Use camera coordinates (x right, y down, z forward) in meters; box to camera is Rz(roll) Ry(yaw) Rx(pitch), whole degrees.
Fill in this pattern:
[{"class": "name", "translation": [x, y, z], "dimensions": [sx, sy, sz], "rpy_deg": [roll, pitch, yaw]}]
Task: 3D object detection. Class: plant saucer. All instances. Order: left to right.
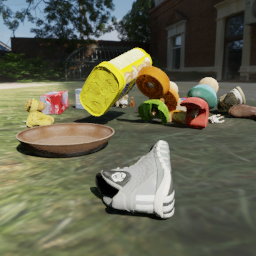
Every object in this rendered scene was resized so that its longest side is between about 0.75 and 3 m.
[{"class": "plant saucer", "translation": [-1.718, 0.327, 7.902], "dimensions": [2.675, 0.489, 2.675], "rpy_deg": [0, 13, 0]}]

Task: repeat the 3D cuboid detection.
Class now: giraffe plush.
[{"class": "giraffe plush", "translation": [-3.604, -0.628, 11.016], "dimensions": [1.298, 1.052, 1.120], "rpy_deg": [-9, 15, -37]}]

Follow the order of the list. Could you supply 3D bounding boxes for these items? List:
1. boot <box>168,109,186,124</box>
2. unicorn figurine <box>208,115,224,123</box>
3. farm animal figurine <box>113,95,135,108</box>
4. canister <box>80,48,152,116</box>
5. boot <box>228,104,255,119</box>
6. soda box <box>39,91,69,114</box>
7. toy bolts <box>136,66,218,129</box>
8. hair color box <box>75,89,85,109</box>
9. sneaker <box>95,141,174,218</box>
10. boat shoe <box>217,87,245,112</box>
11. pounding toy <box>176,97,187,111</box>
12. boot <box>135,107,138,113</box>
[{"class": "boot", "translation": [2.315, -0.546, 11.747], "dimensions": [1.565, 0.551, 1.121], "rpy_deg": [-1, 16, 25]}, {"class": "unicorn figurine", "translation": [3.630, -0.361, 11.650], "dimensions": [0.654, 0.352, 0.953], "rpy_deg": [-12, -1, -8]}, {"class": "farm animal figurine", "translation": [-0.411, -1.704, 16.684], "dimensions": [1.550, 0.808, 1.533], "rpy_deg": [8, 14, 34]}, {"class": "canister", "translation": [-0.388, -1.910, 11.051], "dimensions": [1.230, 2.111, 2.843], "rpy_deg": [42, 41, 4]}, {"class": "boot", "translation": [5.495, -0.528, 11.851], "dimensions": [1.817, 0.626, 1.950], "rpy_deg": [-3, 17, -5]}, {"class": "soda box", "translation": [-3.866, -1.412, 14.990], "dimensions": [1.029, 0.932, 2.940], "rpy_deg": [-2, 13, -4]}, {"class": "toy bolts", "translation": [1.966, -1.525, 10.770], "dimensions": [2.939, 2.807, 2.038], "rpy_deg": [14, 52, 30]}, {"class": "hair color box", "translation": [-2.092, -1.761, 16.294], "dimensions": [0.660, 1.078, 2.179], "rpy_deg": [7, 14, 31]}, {"class": "sneaker", "translation": [0.102, 0.775, 5.017], "dimensions": [1.298, 0.843, 2.248], "rpy_deg": [-1, 13, 4]}, {"class": "boat shoe", "translation": [4.943, -1.228, 13.564], "dimensions": [0.866, 0.946, 2.533], "rpy_deg": [-22, -14, 4]}, {"class": "pounding toy", "translation": [3.209, -1.265, 14.295], "dimensions": [1.329, 0.945, 1.223], "rpy_deg": [4, 13, 17]}, {"class": "boot", "translation": [0.787, -0.852, 14.098], "dimensions": [0.913, 0.336, 0.344], "rpy_deg": [8, -6, 23]}]
